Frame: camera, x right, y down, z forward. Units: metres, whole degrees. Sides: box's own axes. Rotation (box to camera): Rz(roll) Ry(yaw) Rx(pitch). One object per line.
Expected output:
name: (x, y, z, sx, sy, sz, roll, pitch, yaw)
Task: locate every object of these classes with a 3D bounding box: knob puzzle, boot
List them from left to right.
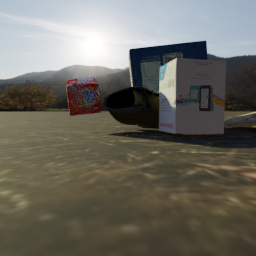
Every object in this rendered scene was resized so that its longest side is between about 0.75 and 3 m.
boot: (0.577, -0.474, 6.672, 2.368, 0.885, 1.148, -3, -11, 19)
knob puzzle: (3.469, -0.213, 7.374, 2.261, 0.313, 2.261, -16, 3, 1)

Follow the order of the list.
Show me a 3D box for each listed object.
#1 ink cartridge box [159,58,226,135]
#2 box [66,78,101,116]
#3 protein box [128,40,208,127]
ink cartridge box: (1.299, -0.613, 5.879, 1.059, 1.450, 1.064, 0, 3, -12)
box: (-1.181, -0.866, 7.362, 0.789, 0.756, 1.583, -7, 16, -10)
protein box: (1.197, -1.281, 8.433, 2.167, 2.183, 1.473, -6, 7, 0)
